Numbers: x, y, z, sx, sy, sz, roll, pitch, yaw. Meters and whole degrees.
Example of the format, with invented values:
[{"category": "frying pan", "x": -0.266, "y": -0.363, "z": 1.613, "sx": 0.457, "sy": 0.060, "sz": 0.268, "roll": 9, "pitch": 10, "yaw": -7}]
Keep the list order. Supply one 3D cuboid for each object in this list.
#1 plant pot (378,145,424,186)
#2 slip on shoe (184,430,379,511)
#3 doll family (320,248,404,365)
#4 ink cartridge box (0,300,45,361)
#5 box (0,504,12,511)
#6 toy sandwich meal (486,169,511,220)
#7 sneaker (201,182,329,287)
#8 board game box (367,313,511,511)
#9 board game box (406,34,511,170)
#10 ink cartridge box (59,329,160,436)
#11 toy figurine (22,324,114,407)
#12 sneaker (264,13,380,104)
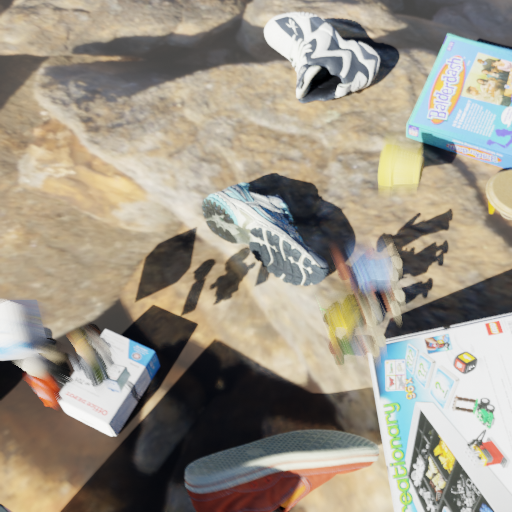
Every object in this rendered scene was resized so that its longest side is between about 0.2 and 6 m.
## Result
[{"category": "plant pot", "x": 2.696, "y": -1.637, "z": 10.366, "sx": 0.714, "sy": 0.759, "sz": 0.759, "roll": 13, "pitch": 54, "yaw": 22}, {"category": "slip on shoe", "x": 0.420, "y": 3.107, "z": 7.953, "sx": 2.835, "sy": 1.050, "sz": 0.868, "roll": -9, "pitch": 93, "yaw": -17}, {"category": "doll family", "x": 1.604, "y": 0.750, "z": 8.856, "sx": 0.778, "sy": 1.147, "sz": 1.984, "roll": 49, "pitch": 59, "yaw": -20}, {"category": "ink cartridge box", "x": -3.428, "y": 1.051, "z": 7.984, "sx": 0.535, "sy": 0.544, "sz": 0.739, "roll": -24, "pitch": 76, "yaw": 21}, {"category": "box", "x": -2.053, "y": 3.985, "z": 6.465, "sx": 2.638, "sy": 2.096, "sz": 0.607, "roll": 26, "pitch": 58, "yaw": 19}, {"category": "toy sandwich meal", "x": 5.297, "y": -1.198, "z": 11.359, "sx": 1.446, "sy": 0.495, "sz": 1.446, "roll": -1, "pitch": 56, "yaw": 2}, {"category": "sneaker", "x": 0.334, "y": -0.572, "z": 10.505, "sx": 2.827, "sy": 1.097, "sz": 1.220, "roll": 36, "pitch": 58, "yaw": 24}, {"category": "board game box", "x": 3.058, "y": 2.805, "z": 7.714, "sx": 2.460, "sy": 0.674, "sz": 3.897, "roll": -15, "pitch": 52, "yaw": 17}, {"category": "board game box", "x": 5.176, "y": -3.242, "z": 12.097, "sx": 3.130, "sy": 0.704, "sz": 2.380, "roll": 24, "pitch": 83, "yaw": 18}, {"category": "ink cartridge box", "x": -2.316, "y": 1.996, "z": 8.893, "sx": 0.987, "sy": 0.579, "sz": 1.348, "roll": 20, "pitch": 55, "yaw": 14}, {"category": "toy figurine", "x": -2.456, "y": 1.381, "z": 7.418, "sx": 1.023, "sy": 1.039, "sz": 0.723, "roll": -23, "pitch": 100, "yaw": -2}, {"category": "sneaker", "x": 1.171, "y": -4.671, "z": 13.411, "sx": 3.110, "sy": 1.241, "sz": 2.024, "roll": 35, "pitch": 52, "yaw": 12}]
